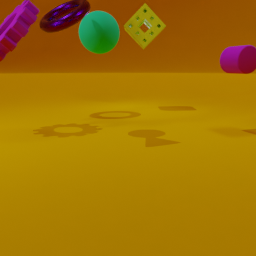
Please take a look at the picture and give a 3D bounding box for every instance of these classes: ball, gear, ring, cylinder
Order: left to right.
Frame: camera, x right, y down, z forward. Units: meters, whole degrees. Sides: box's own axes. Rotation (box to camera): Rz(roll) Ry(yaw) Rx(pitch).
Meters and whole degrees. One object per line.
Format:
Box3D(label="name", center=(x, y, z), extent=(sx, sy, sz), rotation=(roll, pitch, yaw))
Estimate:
Box3D(label="gear", center=(-3.115, -2.535, 7.391), extent=(0.346, 1.873, 1.873), rotation=(40, -15, -37))
Box3D(label="ring", center=(-2.192, -3.907, 9.718), extent=(1.914, 0.383, 1.914), rotation=(-15, 40, 13))
Box3D(label="ball", center=(-0.712, -2.364, 6.955), extent=(1.009, 1.009, 1.009), rotation=(0, 12, 0))
Box3D(label="cylinder", center=(2.950, -1.807, 7.437), extent=(0.716, 0.716, 0.716), rotation=(-4, 13, -20))

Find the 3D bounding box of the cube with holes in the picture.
Box3D(label="cube with holes", center=(0.668, -4.121, 11.521), extent=(1.182, 1.182, 1.182), rotation=(-44, 8, 10))
